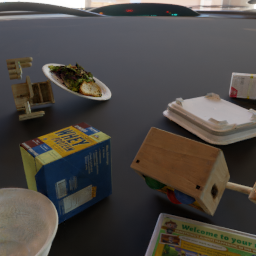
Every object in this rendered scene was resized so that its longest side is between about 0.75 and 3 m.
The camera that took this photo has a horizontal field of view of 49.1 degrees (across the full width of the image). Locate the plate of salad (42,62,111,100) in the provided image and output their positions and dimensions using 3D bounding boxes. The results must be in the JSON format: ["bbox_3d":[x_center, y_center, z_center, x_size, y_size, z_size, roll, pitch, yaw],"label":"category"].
[{"bbox_3d":[-1.953,-1.999,11.229,2.896,0.696,2.896,22,24,-11],"label":"plate of salad"}]

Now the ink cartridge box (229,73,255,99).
[{"bbox_3d":[4.791,-1.677,11.227,1.271,0.922,0.530,8,23,15],"label":"ink cartridge box"}]

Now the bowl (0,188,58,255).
[{"bbox_3d":[-1.995,1.835,4.278,1.887,0.848,1.887,0,26,0],"label":"bowl"}]

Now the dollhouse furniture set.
[{"bbox_3d":[-3.183,-1.273,9.533,1.370,1.807,2.062,-13,2,-21],"label":"dollhouse furniture set"}]

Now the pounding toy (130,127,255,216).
[{"bbox_3d":[1.470,1.155,5.343,2.249,1.976,1.029,20,72,33],"label":"pounding toy"}]

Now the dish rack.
[{"bbox_3d":[2.794,-0.467,9.088,2.440,0.619,2.844,-11,28,-25],"label":"dish rack"}]

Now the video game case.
[{"bbox_3d":[1.479,2.399,3.764,2.787,0.307,2.537,8,28,18],"label":"video game case"}]

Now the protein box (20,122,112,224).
[{"bbox_3d":[-1.167,0.855,5.595,1.432,1.421,0.966,-22,34,-37],"label":"protein box"}]
